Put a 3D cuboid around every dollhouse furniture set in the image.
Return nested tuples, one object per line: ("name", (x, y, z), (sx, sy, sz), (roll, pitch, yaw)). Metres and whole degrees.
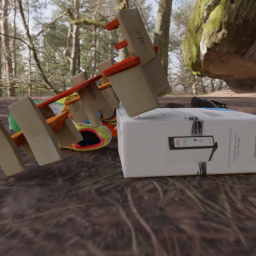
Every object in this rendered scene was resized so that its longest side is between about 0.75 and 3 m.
("dollhouse furniture set", (-0.848, -0.778, 5.255), (2.962, 1.543, 2.995), (-18, 16, 30))

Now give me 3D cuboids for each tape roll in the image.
("tape roll", (-2.713, -0.340, 9.205), (2.174, 0.523, 2.174), (7, 22, -3))

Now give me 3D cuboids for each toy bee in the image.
("toy bee", (-1.302, -0.533, 8.140), (2.676, 1.454, 1.752), (20, -46, -40))

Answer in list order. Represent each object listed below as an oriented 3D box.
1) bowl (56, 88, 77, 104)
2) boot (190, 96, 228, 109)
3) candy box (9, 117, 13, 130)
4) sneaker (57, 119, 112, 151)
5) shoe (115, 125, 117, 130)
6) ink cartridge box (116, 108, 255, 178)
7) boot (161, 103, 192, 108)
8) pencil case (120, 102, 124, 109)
("bowl", (-2.539, -1.307, 14.286), (2.805, 1.510, 2.805), (-1, 9, 0))
("boot", (4.053, -0.854, 13.034), (1.560, 0.758, 2.072), (8, 18, -26))
("candy box", (-3.489, -0.205, 10.278), (1.309, 0.468, 1.098), (1, 8, 5))
("sneaker", (-1.377, 0.177, 6.777), (1.933, 0.755, 0.873), (0, 11, -1))
("shoe", (0.323, 0.118, 7.434), (1.402, 0.638, 0.501), (32, 2, 18))
("ink cartridge box", (1.044, 0.185, 5.530), (2.466, 1.039, 1.800), (-2, 10, -5))
("boot", (2.722, -0.748, 13.130), (2.423, 0.778, 2.258), (-1, 5, -34))
("pencil case", (0.090, -1.199, 15.510), (0.963, 0.882, 2.122), (33, 11, 2))
